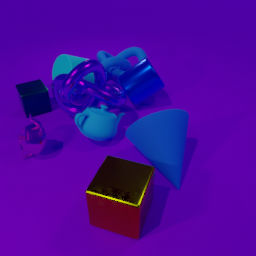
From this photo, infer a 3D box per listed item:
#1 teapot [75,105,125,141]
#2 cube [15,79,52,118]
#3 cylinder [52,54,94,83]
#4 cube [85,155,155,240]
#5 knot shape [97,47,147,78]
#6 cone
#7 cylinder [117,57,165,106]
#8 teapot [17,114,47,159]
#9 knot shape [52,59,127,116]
[{"bbox_3d":[-0.710,-0.195,7.324,1.068,0.841,1.717,33,20,35],"label":"teapot"},{"bbox_3d":[-2.834,-0.898,8.437,0.777,0.777,0.777,-19,42,-23],"label":"cube"},{"bbox_3d":[-1.636,-1.684,8.787,1.072,1.072,1.072,-1,29,-46],"label":"cylinder"},{"bbox_3d":[-0.113,1.305,5.371,1.012,1.012,1.012,12,39,15],"label":"cube"},{"bbox_3d":[-0.243,-2.212,9.817,1.915,0.946,2.047,-2,29,17],"label":"knot shape"},{"bbox_3d":[0.903,0.643,6.401,1.575,1.575,1.581,-11,67,-14],"label":"cone"},{"bbox_3d":[0.403,-1.399,8.471,1.069,1.069,1.069,-33,38,11],"label":"cylinder"},{"bbox_3d":[-2.321,0.218,6.708,0.599,1.223,0.760,7,24,-38],"label":"teapot"},{"bbox_3d":[-0.962,-0.978,7.518,1.946,2.080,0.961,5,72,-25],"label":"knot shape"}]
